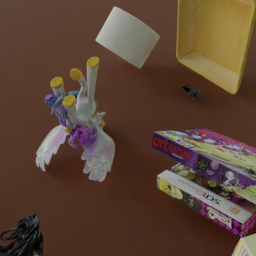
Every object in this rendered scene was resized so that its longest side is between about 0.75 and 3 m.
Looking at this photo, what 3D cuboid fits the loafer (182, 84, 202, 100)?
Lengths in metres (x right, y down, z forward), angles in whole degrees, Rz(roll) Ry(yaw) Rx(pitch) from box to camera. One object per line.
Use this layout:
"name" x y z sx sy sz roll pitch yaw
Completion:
"loafer" 1.962 -1.104 8.688 0.294 0.336 0.935 2 28 -15

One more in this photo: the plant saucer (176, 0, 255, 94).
"plant saucer" 2.784 -3.008 8.911 0.718 2.966 2.965 -26 47 -19

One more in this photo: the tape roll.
"tape roll" -0.009 -3.088 9.670 1.869 1.283 1.869 31 14 -8

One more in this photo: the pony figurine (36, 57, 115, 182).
"pony figurine" -1.094 -0.124 6.400 1.914 2.298 2.218 13 56 15

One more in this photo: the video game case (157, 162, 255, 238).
"video game case" 1.991 1.012 5.658 2.125 0.381 1.926 -24 31 -33

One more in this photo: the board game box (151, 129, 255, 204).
"board game box" 1.955 0.625 5.018 1.698 0.457 2.828 2 16 -40

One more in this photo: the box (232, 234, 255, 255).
"box" 2.948 2.503 3.715 2.110 1.160 2.399 -13 43 -12

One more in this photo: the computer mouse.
"computer mouse" -2.072 2.185 3.691 2.368 0.624 1.640 -35 8 -21
